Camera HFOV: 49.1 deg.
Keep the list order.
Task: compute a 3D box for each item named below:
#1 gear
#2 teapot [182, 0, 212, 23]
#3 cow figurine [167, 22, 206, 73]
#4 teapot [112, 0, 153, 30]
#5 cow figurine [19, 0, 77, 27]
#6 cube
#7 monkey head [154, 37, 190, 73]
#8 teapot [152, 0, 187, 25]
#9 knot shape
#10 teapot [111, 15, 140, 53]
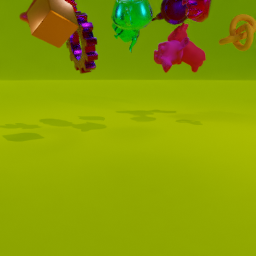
[{"bbox_3d":[-1.410,-2.513,8.308,0.319,1.724,1.724,-17,18,-26],"label":"gear"},{"bbox_3d":[2.083,-3.823,8.477,0.862,1.094,1.759,10,55,14],"label":"teapot"},{"bbox_3d":[2.339,-3.159,10.966,1.692,1.665,0.929,33,66,17],"label":"cow figurine"},{"bbox_3d":[0.109,-3.071,7.195,1.075,0.846,1.728,3,39,9],"label":"teapot"},{"bbox_3d":[-1.997,-3.025,7.117,1.351,1.373,0.754,29,-6,38],"label":"cow figurine"},{"bbox_3d":[-1.598,-2.291,5.939,0.712,0.712,0.712,-36,-32,29],"label":"cube"},{"bbox_3d":[1.614,-2.637,10.527,1.041,1.243,1.728,-1,-29,-27],"label":"monkey head"},{"bbox_3d":[1.677,-4.348,10.262,1.781,1.107,0.872,-24,19,12],"label":"teapot"},{"bbox_3d":[3.312,-2.845,8.248,0.533,1.079,1.153,31,-5,-35],"label":"knot shape"},{"bbox_3d":[-0.097,-3.106,8.938,0.769,1.571,0.977,-37,-20,19],"label":"teapot"}]
